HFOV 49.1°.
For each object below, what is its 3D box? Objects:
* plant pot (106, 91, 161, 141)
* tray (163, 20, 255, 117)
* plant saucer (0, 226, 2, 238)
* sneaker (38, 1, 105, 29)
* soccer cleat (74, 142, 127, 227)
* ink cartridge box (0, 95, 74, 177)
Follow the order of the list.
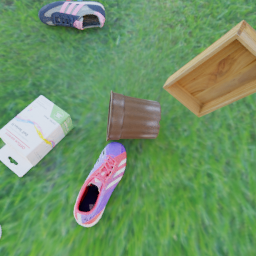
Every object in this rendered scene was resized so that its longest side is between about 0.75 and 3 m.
[{"bbox_3d":[0.145,-0.270,7.993,1.418,1.433,1.433,6,60,-7],"label":"plant pot"},{"bbox_3d":[1.850,-1.051,5.796,1.184,2.400,0.444,38,64,-10],"label":"tray"},{"bbox_3d":[-3.563,2.629,6.896,0.818,0.205,0.818,0,59,0],"label":"plant saucer"},{"bbox_3d":[-2.081,-4.117,10.433,2.509,0.880,1.029,-8,57,-3],"label":"sneaker"},{"bbox_3d":[-0.662,1.312,7.260,0.830,0.891,2.434,20,62,11],"label":"soccer cleat"},{"bbox_3d":[-2.756,0.198,8.012,1.232,0.708,2.104,33,65,18],"label":"ink cartridge box"}]
